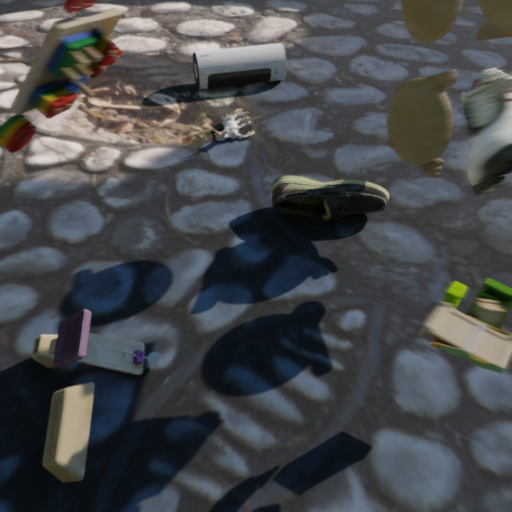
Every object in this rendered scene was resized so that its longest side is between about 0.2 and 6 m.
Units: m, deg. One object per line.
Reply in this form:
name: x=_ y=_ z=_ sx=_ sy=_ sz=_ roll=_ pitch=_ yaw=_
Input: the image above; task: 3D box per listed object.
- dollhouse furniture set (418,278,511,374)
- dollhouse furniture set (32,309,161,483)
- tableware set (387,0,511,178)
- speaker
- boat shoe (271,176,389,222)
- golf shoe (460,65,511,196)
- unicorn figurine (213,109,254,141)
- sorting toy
dollhouse furniture set: x=2.427 y=0.891 z=6.371 sx=0.877 sy=0.678 sz=1.756 roll=28 pitch=34 yaw=22
dollhouse furniture set: x=-2.145 y=1.991 z=7.509 sx=1.420 sy=1.585 sz=2.000 roll=21 pitch=57 yaw=-38
tableware set: x=3.253 y=-3.023 z=8.544 sx=0.446 sy=3.844 sz=3.211 roll=-13 pitch=23 yaw=-28
speaker: x=-0.409 y=-4.880 z=14.384 sx=2.325 sy=0.944 sz=0.944 roll=-9 pitch=43 yaw=-11
boat shoe: x=1.337 y=-0.969 z=10.329 sx=2.166 sy=0.774 sz=0.712 roll=7 pitch=55 yaw=5
golf shoe: x=2.707 y=-1.477 z=6.388 sx=1.116 sy=0.978 sz=2.534 roll=50 pitch=35 yaw=-1
unicorn figurine: x=-0.517 y=-2.896 z=12.645 sx=0.887 sy=0.477 sz=1.291 roll=-14 pitch=29 yaw=-1
sorting toy: x=-2.581 y=-2.825 z=8.242 sx=0.559 sy=3.306 sz=1.594 roll=42 pitch=33 yaw=-7
